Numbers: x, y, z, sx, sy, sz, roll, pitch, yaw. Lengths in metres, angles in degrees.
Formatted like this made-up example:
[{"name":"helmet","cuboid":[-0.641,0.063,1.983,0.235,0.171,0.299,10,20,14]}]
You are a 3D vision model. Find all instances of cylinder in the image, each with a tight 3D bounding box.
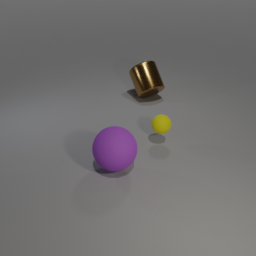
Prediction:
[{"name":"cylinder","cuboid":[0.930,-2.377,13.860,1.400,1.400,1.400,-19,-9,-3]}]

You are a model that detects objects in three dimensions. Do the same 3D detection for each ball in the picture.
[{"name":"ball","cuboid":[-0.406,0.641,8.695,1.400,1.400,1.400,0,29,0]},{"name":"ball","cuboid":[1.203,-0.132,10.107,0.700,0.700,0.700,0,29,0]}]
